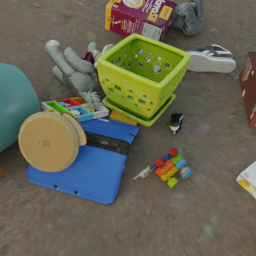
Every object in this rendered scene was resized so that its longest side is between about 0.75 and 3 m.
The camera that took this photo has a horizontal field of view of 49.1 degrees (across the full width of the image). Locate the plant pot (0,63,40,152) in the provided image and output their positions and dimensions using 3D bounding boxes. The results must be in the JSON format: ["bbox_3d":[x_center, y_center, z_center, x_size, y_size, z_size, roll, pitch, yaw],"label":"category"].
[{"bbox_3d":[-4.212,-0.690,8.745,2.850,2.850,2.287,38,54,26],"label":"plant pot"}]

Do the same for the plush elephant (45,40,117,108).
[{"bbox_3d":[-1.354,-2.240,10.172,2.083,2.216,2.690,-41,74,-17],"label":"plush elephant"}]

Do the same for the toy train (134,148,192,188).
[{"bbox_3d":[1.084,1.409,8.401,1.661,0.703,0.961,-34,73,-23],"label":"toy train"}]

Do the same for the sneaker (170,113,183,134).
[{"bbox_3d":[1.663,-0.153,9.744,0.416,0.480,1.159,3,26,21],"label":"sneaker"}]

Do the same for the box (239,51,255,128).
[{"bbox_3d":[4.820,-1.408,10.096,1.016,1.357,2.711,4,51,3],"label":"box"}]

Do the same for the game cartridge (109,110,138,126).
[{"bbox_3d":[-0.044,-0.535,10.178,1.029,0.167,0.907,19,54,11],"label":"game cartridge"}]

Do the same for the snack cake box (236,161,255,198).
[{"bbox_3d":[4.003,1.713,8.240,0.770,0.450,1.339,-30,58,-23],"label":"snack cake box"}]

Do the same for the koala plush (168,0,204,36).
[{"bbox_3d":[2.426,-5.200,13.141,1.875,1.723,1.663,17,53,39],"label":"koala plush"}]

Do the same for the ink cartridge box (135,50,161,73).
[{"bbox_3d":[0.786,-2.743,11.680,1.092,0.460,0.789,33,59,23],"label":"ink cartridge box"}]

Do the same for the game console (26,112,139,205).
[{"bbox_3d":[-1.368,0.766,9.087,2.926,1.731,2.497,14,22,10],"label":"game console"}]

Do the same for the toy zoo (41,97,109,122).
[{"bbox_3d":[-1.676,-0.676,9.694,2.174,0.222,1.426,-16,37,-43],"label":"toy zoo"}]

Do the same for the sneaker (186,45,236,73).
[{"bbox_3d":[3.201,-2.879,11.519,2.330,0.914,0.925,7,57,-9],"label":"sneaker"}]

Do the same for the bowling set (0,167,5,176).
[{"bbox_3d":[-4.208,1.383,8.385,0.980,0.756,1.409,14,70,-16],"label":"bowling set"}]

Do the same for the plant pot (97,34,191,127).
[{"bbox_3d":[0.478,-1.538,9.567,2.344,2.127,2.333,28,50,18],"label":"plant pot"}]

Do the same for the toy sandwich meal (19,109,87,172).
[{"bbox_3d":[-2.188,0.328,8.109,1.972,1.972,0.675,7,13,5],"label":"toy sandwich meal"}]

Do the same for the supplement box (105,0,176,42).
[{"bbox_3d":[0.501,-4.895,12.254,2.600,1.342,1.702,22,64,3],"label":"supplement box"}]
